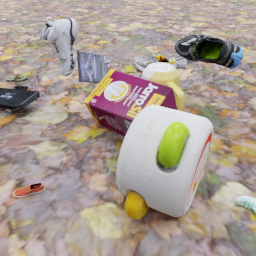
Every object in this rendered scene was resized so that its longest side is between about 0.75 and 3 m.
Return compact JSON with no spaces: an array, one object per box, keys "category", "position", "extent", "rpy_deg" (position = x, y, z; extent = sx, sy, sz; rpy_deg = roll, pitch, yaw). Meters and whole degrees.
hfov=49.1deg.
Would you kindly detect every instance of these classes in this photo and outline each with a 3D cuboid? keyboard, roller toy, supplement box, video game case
[{"category":"keyboard","position":[-4.901,-1.342,11.846],"extent":[2.672,0.343,1.604],"rpy_deg":[9,41,28]},{"category":"roller toy","position":[0.889,0.785,7.099],"extent":[1.913,2.738,2.498],"rpy_deg":[17,26,22]},{"category":"supplement box","position":[0.102,-0.739,9.854],"extent":[2.683,1.384,1.756],"rpy_deg":[22,65,30]},{"category":"video game case","position":[-1.333,-2.319,10.818],"extent":[0.149,1.126,1.576],"rpy_deg":[1,6,37]}]

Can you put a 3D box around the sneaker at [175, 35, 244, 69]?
[{"category":"sneaker","position":[2.698,-2.891,10.031],"extent":[1.227,1.050,2.961],"rpy_deg":[12,15,-35]}]

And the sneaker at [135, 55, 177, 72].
[{"category":"sneaker","position":[1.454,-3.357,14.511],"extent":[2.540,1.043,0.989],"rpy_deg":[22,40,31]}]

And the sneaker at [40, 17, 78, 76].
[{"category":"sneaker","position":[-2.526,-2.922,10.097],"extent":[1.196,2.080,0.782],"rpy_deg":[-6,24,-40]}]

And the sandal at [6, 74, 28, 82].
[{"category":"sandal","position":[-5.533,-2.533,13.944],"extent":[1.086,0.310,0.431],"rpy_deg":[-7,35,-10]}]

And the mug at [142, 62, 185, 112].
[{"category":"mug","position":[1.439,-1.481,11.012],"extent":[2.261,1.856,1.811],"rpy_deg":[20,38,27]}]

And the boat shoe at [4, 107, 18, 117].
[{"category":"boat shoe","position":[-4.759,-0.767,11.363],"extent":[0.308,0.263,0.923],"rpy_deg":[5,33,12]}]

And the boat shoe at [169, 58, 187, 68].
[{"category":"boat shoe","position":[2.410,-3.564,15.245],"extent":[1.671,0.558,0.615],"rpy_deg":[-12,36,-18]}]

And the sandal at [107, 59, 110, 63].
[{"category":"sandal","position":[-1.732,-4.071,16.137],"extent":[1.629,0.400,0.663],"rpy_deg":[26,42,33]}]

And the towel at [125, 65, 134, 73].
[{"category":"towel","position":[0.079,-3.180,15.107],"extent":[0.404,0.085,0.939],"rpy_deg":[-4,34,-7]}]

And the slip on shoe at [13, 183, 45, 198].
[{"category":"slip on shoe","position":[-2.738,1.697,7.740],"extent":[0.843,0.258,0.312],"rpy_deg":[-11,37,-14]}]

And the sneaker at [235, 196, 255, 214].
[{"category":"sneaker","position":[3.183,2.022,7.205],"extent":[0.783,0.288,0.462],"rpy_deg":[7,28,6]}]
